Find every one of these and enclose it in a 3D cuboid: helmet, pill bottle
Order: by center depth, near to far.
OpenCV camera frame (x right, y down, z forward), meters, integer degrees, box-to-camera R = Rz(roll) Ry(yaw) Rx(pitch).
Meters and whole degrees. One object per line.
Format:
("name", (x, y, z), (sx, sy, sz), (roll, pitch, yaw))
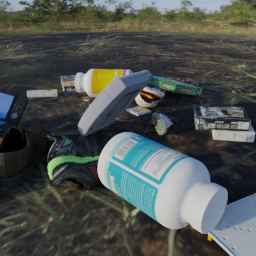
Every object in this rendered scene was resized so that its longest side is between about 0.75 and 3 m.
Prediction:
("pill bottle", (0.682, 1.142, 6.019), (1.483, 1.483, 2.677), (-21, 31, -39))
("helmet", (-1.926, 0.643, 7.904), (0.943, 0.943, 0.899), (-20, 37, -37))
("pill bottle", (-1.134, -2.151, 13.557), (2.670, 1.392, 1.392), (3, 24, 8))

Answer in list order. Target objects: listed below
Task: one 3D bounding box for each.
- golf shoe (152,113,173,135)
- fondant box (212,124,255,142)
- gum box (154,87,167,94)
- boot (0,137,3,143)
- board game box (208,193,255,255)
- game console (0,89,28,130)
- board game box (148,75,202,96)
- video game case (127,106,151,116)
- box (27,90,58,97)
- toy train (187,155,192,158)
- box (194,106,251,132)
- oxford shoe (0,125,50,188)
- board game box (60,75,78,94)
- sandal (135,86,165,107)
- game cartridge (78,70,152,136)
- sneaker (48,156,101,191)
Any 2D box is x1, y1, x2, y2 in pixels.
("golf shoe", (1.329, -0.185, 10.221), (0.715, 0.576, 1.470), (3, 25, -7))
("fondant box", (3.624, 0.097, 9.743), (1.302, 0.379, 0.940), (5, 24, 11))
("gum box", (1.470, -1.847, 14.202), (0.914, 0.302, 0.519), (-20, 31, -40))
("boot", (-4.588, 0.135, 9.120), (2.468, 0.845, 2.323), (14, 27, 28))
("board game box", (2.855, 2.136, 5.262), (2.247, 0.291, 2.248), (-12, 27, -25))
("game console", (-4.567, -0.755, 8.940), (2.183, 1.291, 1.863), (15, 63, -9))
("board game box", (2.107, -2.263, 14.445), (1.921, 0.416, 2.855), (2, 18, -37))
("video game case", (0.467, -0.734, 11.984), (0.738, 0.089, 0.811), (-17, 29, -33))
("box", (-4.253, -1.726, 13.958), (1.473, 0.305, 0.285), (-3, 24, -5))
("toy train", (1.566, 0.925, 8.135), (0.780, 0.179, 0.133), (-15, 28, -30))
("box", (3.212, -0.352, 9.758), (1.732, 0.431, 1.366), (2, 23, 11))
("oxford shoe", (-2.909, 0.420, 8.042), (1.038, 1.206, 2.857), (-1, 22, 1))
("board game box", (-2.854, -2.476, 15.515), (1.574, 0.402, 2.323), (-7, 25, -14))
("sandal", (0.848, -1.312, 12.546), (1.111, 0.831, 2.901), (20, 2, -6))
("game cartridge", (-0.533, -0.793, 9.299), (1.843, 2.768, 0.575), (-22, 73, -48))
("sneaker", (-0.991, 1.158, 7.074), (2.038, 0.854, 0.782), (2, -16, -26))
